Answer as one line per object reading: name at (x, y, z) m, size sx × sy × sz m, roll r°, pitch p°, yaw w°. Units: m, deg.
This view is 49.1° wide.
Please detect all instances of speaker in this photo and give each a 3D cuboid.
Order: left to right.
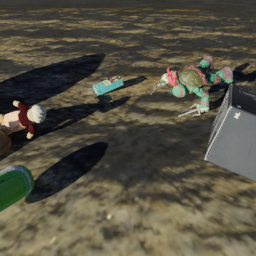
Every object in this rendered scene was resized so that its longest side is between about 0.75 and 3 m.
speaker at (-2.205, 1.089, 4.457) m, size 0.638 × 0.638 × 1.442 m, roll 14°, pitch 20°, yaw 23°

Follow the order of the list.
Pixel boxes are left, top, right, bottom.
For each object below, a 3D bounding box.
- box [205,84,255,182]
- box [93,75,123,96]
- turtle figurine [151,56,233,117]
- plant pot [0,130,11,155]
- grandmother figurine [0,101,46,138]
box at (2.640, 0.186, 5.132) m, size 2.072 × 1.078 × 1.886 m, roll 23°, pitch 25°, yaw 12°
box at (-0.649, -1.401, 9.169) m, size 0.927 × 0.228 × 0.382 m, roll -26°, pitch 40°, yaw -15°
turtle figurine at (1.791, -1.193, 7.667) m, size 2.154 × 1.084 × 1.612 m, roll -32°, pitch 75°, yaw -23°
plant pot at (-3.211, 0.265, 6.397) m, size 0.956 × 0.441 × 0.956 m, roll -1°, pitch 30°, yaw 0°
grandmother figurine at (-2.449, -0.194, 6.563) m, size 1.536 × 0.932 × 0.465 m, roll -15°, pitch 20°, yaw 38°
